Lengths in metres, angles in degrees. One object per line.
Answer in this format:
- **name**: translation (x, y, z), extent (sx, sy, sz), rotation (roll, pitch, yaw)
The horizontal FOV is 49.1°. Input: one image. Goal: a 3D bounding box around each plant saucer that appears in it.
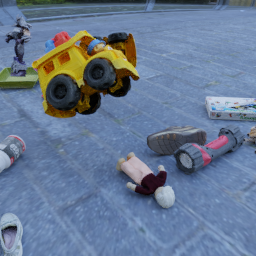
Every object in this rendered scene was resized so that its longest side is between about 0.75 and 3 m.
- **plant saucer**: translation (-5.887, -2.725, 15.315), extent (2.270, 0.544, 2.273), rotation (-2, 30, -3)

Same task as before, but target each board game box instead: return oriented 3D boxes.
- **board game box**: translation (4.719, -0.860, 12.291), extent (2.416, 0.418, 1.525), rotation (3, 31, 6)

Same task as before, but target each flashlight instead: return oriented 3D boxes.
- **flashlight**: translation (2.773, 0.595, 9.362), extent (2.786, 0.943, 0.947), rotation (-24, 40, -33)

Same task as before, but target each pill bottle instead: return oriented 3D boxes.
- **pill bottle**: translation (-3.991, 0.857, 9.098), extent (0.739, 0.739, 1.298), rotation (7, 32, 12)

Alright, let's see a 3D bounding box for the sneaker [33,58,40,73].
- **sneaker**: translation (-3.702, -3.249, 15.499), extent (2.913, 1.074, 1.274), rotation (-2, -2, -12)

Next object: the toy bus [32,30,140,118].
- **toy bus**: translation (-1.410, -1.938, 8.535), extent (2.806, 2.694, 1.904), rotation (-26, -12, 16)

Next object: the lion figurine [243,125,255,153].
- **lion figurine**: translation (4.825, 0.505, 10.005), extent (0.976, 0.577, 1.593), rotation (-3, 44, -20)

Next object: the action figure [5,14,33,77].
- **action figure**: translation (-3.910, -2.952, 10.051), extent (0.746, 2.150, 1.399), rotation (-5, 19, -36)

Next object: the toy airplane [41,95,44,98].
- **toy airplane**: translation (-3.577, -1.554, 13.633), extent (1.383, 0.254, 1.383), rotation (0, 29, 0)

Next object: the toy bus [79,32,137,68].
- **toy bus**: translation (-0.754, -3.237, 12.359), extent (2.350, 1.595, 2.256), rotation (-6, 14, 6)

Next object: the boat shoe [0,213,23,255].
- **boat shoe**: translation (-2.788, 2.492, 6.629), extent (0.513, 0.446, 1.392), rotation (-11, 32, -18)

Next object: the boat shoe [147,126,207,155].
- **boat shoe**: translation (1.662, 0.381, 9.966), extent (2.315, 0.862, 0.849), rotation (-3, 20, -22)

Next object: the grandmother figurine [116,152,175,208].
- **grandmother figurine**: translation (0.590, 1.514, 8.188), extent (1.289, 0.644, 2.125), rotation (-35, 45, -15)
